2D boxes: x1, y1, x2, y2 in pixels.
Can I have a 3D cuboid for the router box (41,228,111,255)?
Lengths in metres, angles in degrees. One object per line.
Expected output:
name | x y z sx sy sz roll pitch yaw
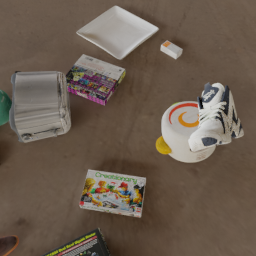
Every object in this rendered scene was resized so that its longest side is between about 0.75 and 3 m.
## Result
router box | -1.573 4.228 7.407 2.704 0.840 2.026 -22 60 -14

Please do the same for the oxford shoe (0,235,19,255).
oxford shoe | -3.971 3.506 8.050 1.562 0.567 0.556 -21 59 -13

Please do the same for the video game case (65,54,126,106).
video game case | -1.460 -2.083 11.812 2.150 0.385 1.949 22 59 14

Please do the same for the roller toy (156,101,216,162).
roller toy | 2.117 0.179 9.688 1.895 1.451 2.077 17 52 23

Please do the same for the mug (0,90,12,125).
mug | -5.163 -0.753 10.586 1.306 0.983 1.589 12 58 8

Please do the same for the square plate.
square plate | -0.479 -4.560 13.429 2.864 0.407 2.837 36 64 21

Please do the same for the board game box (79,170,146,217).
board game box | -0.465 2.103 9.097 1.972 0.341 1.245 7 56 5

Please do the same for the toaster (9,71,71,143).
toaster | -3.173 -0.942 10.322 1.914 1.684 2.964 -6 58 -9

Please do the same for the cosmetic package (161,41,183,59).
cosmetic package | 1.990 -3.591 12.843 0.906 0.323 0.459 37 64 21

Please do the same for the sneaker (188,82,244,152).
sneaker | 2.163 -0.387 7.347 2.575 1.028 1.675 -11 82 -46
